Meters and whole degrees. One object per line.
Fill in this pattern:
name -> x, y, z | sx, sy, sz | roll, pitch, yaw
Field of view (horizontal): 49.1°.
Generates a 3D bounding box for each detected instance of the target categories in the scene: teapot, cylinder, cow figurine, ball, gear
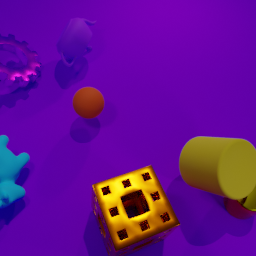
teapot -> -1.620, -2.847, 8.988 | 1.020, 1.296, 2.084 | 29, 67, -24
cylinder -> 2.057, 0.858, 6.413 | 1.281, 1.281, 1.281 | -1, 91, -28
cow figurine -> -3.138, 1.136, 6.922 | 1.558, 0.855, 1.533 | 47, 39, -17
cylinder -> 2.854, 1.713, 6.807 | 0.837, 0.837, 0.837 | 0, 59, 0
ball -> -1.103, -0.702, 7.828 | 0.887, 0.887, 0.887 | 0, 59, 0
gear -> -3.691, -2.139, 8.743 | 1.894, 0.350, 1.894 | 24, 47, -28

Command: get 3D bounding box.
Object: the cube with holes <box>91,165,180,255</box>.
cube with holes -> 0.066, 1.920, 6.259 | 1.393, 1.393, 1.393 | -16, 60, -18
